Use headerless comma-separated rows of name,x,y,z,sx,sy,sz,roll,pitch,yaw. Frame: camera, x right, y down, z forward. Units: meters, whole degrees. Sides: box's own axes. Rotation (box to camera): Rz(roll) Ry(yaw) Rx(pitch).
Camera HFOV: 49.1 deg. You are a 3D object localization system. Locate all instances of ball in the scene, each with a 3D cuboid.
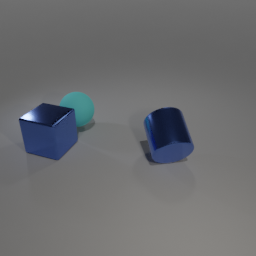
ball,-2.050,-0.746,11.235,1.400,1.400,1.400,0,30,0

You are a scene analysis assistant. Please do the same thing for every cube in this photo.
cube,-2.803,0.087,10.081,1.400,1.400,1.400,11,32,18

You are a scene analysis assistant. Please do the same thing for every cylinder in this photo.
cylinder,1.334,0.255,9.363,1.400,1.400,1.400,-6,58,-10
